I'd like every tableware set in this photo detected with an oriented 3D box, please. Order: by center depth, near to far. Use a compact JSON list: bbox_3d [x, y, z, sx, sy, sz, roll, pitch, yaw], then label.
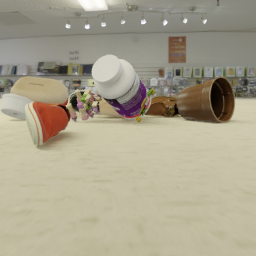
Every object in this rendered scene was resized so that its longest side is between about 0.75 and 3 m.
[{"bbox_3d":[0.578,-0.728,8.995,0.182,1.184,0.798,29,18,8],"label":"tableware set"}]

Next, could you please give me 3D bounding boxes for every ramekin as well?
[{"bbox_3d":[-4.034,-0.741,10.188,1.167,0.569,1.167,9,-18,3],"label":"ramekin"}]

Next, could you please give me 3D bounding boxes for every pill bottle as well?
[{"bbox_3d":[-0.212,-1.357,9.516,1.403,1.403,2.495,4,-20,26],"label":"pill bottle"}]

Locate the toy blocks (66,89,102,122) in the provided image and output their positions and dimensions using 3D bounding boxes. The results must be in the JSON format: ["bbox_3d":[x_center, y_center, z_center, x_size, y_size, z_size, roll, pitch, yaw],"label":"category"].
[{"bbox_3d":[-1.335,-0.672,9.740,1.188,1.000,1.110,-2,40,17],"label":"toy blocks"}]

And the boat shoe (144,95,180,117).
[{"bbox_3d":[1.650,-0.863,11.399,2.264,0.814,0.770,-11,34,-18],"label":"boat shoe"}]

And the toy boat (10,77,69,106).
[{"bbox_3d":[-3.532,-1.139,11.389,2.219,1.451,1.448,8,41,3],"label":"toy boat"}]

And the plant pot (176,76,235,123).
[{"bbox_3d":[2.693,-0.925,9.947,1.576,1.576,1.560,-6,2,-40],"label":"plant pot"}]

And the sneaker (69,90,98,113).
[{"bbox_3d":[-1.329,-1.222,12.856,2.727,1.096,1.178,-4,6,-28],"label":"sneaker"}]

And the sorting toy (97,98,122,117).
[{"bbox_3d":[-0.810,-0.945,11.704,2.452,0.361,1.813,8,29,4],"label":"sorting toy"}]

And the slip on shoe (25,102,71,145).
[{"bbox_3d":[-1.661,-0.191,5.979,0.705,0.853,2.303,-13,8,-3],"label":"slip on shoe"}]
